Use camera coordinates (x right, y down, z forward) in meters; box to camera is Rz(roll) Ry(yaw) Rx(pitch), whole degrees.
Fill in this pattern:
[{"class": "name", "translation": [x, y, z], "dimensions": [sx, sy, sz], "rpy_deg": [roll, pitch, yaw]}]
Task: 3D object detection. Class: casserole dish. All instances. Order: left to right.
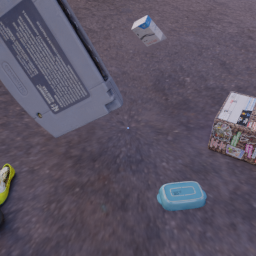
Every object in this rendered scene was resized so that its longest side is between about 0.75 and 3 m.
[{"class": "casserole dish", "translation": [1.223, 1.491, 6.315], "dimensions": [1.134, 0.220, 0.687], "rpy_deg": [-5, 39, -5]}]

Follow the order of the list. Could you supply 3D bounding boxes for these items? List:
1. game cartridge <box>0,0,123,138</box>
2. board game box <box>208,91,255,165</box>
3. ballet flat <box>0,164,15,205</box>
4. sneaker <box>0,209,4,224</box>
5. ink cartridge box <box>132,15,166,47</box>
[{"class": "game cartridge", "translation": [-1.598, -1.284, 5.320], "dimensions": [1.931, 2.900, 0.602], "rpy_deg": [-21, 20, 28]}, {"class": "board game box", "translation": [3.453, 0.060, 7.472], "dimensions": [2.076, 1.005, 1.655], "rpy_deg": [20, 43, 24]}, {"class": "ballet flat", "translation": [-2.914, 1.264, 6.479], "dimensions": [0.361, 0.362, 1.080], "rpy_deg": [-1, 39, -1]}, {"class": "sneaker", "translation": [-3.940, 1.259, 5.804], "dimensions": [2.957, 1.211, 1.083], "rpy_deg": [12, 40, 16]}, {"class": "ink cartridge box", "translation": [0.678, -2.982, 8.857], "dimensions": [0.588, 1.016, 0.339], "rpy_deg": [-12, 50, 45]}]
